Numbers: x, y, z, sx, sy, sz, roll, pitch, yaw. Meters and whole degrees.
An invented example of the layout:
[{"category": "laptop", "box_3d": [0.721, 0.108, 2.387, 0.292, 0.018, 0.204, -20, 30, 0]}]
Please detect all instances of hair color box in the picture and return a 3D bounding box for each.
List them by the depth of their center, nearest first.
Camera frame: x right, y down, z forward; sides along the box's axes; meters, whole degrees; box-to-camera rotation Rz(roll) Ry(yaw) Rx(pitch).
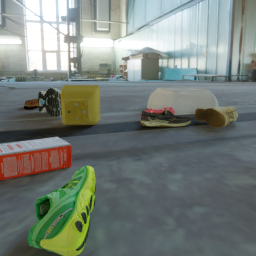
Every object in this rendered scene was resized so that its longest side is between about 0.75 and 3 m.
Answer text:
[{"category": "hair color box", "box_3d": [-1.769, 0.502, 4.847, 1.423, 0.436, 0.722, -7, 14, -33]}]

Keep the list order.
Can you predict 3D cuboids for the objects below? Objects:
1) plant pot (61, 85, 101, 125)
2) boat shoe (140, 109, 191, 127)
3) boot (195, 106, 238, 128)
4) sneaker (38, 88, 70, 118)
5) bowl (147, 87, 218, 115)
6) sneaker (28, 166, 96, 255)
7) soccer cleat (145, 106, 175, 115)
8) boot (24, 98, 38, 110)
[{"category": "plant pot", "box_3d": [-1.533, -0.651, 8.784, 1.228, 1.220, 1.257, 0, 17, -1]}, {"category": "boat shoe", "box_3d": [1.175, -0.314, 8.629, 1.597, 0.517, 0.584, -2, 11, -12]}, {"category": "boot", "box_3d": [3.037, -0.380, 8.918, 1.229, 0.576, 1.581, -3, 9, -16]}, {"category": "sneaker", "box_3d": [-2.619, -1.050, 10.997, 1.230, 1.072, 2.735, -4, 12, -33]}, {"category": "bowl", "box_3d": [2.337, -1.231, 12.098, 2.606, 0.973, 2.602, -2, 12, -17]}, {"category": "sneaker", "box_3d": [-0.688, 0.800, 3.119, 0.618, 0.548, 1.480, 4, 12, -1]}, {"category": "soccer cleat", "box_3d": [0.996, -0.416, 9.477, 1.308, 0.500, 0.436, -8, 24, 39]}, {"category": "boot", "box_3d": [-4.140, -1.157, 12.943, 1.276, 0.464, 1.355, -3, 13, -18]}]
